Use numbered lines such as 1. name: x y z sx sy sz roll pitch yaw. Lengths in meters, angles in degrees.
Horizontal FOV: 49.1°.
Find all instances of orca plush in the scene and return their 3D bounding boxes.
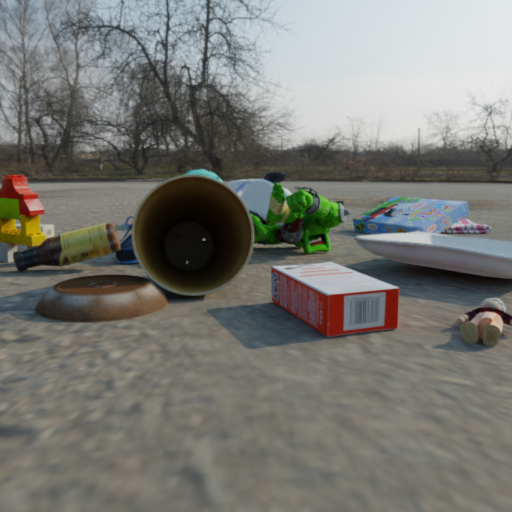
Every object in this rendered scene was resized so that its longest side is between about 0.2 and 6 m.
1. orca plush: 0.795 -1.383 16.026 3.389 1.783 1.205 0 -22 11

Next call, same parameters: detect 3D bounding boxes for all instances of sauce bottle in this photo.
1. sauce bottle: -3.277 -0.121 9.735 1.752 0.578 0.578 -15 12 -6

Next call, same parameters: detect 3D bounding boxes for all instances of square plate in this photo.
1. square plate: 3.675 -0.036 9.653 2.950 0.420 2.922 11 9 41

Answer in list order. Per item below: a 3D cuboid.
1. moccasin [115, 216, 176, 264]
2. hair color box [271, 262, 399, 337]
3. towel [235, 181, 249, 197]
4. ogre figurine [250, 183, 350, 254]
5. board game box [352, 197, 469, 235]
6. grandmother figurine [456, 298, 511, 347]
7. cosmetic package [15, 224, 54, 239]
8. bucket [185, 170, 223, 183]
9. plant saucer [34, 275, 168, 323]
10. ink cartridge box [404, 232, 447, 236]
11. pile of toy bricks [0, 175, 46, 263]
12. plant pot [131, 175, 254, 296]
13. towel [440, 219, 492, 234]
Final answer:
1. moccasin: -2.152 -0.547 11.272 0.948 0.804 2.357 2 22 15
2. hair color box: 0.903 0.488 6.905 0.923 0.532 1.664 -4 12 -19
3. towel: -0.856 -0.765 11.277 1.253 0.203 1.706 -36 14 51
4. ogre figurine: 0.782 -0.659 11.498 1.539 2.567 1.259 7 50 -26
5. board game box: 3.955 -0.997 14.496 1.769 0.428 2.339 -27 24 -29
6. grandmother figurine: 2.612 0.709 6.267 0.671 0.335 1.106 14 17 24
7. cosmetic package: -5.522 -0.597 13.805 0.931 0.331 0.490 3 10 15
8. bucket: -1.748 -1.702 16.634 1.707 1.707 1.110 0 15 2
9. plant saucer: -2.033 0.509 7.445 1.716 0.314 1.716 0 9 0
10. ink cartridge box: 4.065 -0.343 12.487 1.126 0.286 1.278 -7 12 -32
11. pile of toy bricks: -6.092 -0.943 10.577 4.236 2.091 2.350 6 12 33
12. plant pot: -0.993 -0.240 8.581 1.683 1.683 1.806 -2 -3 -9
13. towel: 5.095 -0.864 15.375 2.220 0.332 1.624 0 11 1
